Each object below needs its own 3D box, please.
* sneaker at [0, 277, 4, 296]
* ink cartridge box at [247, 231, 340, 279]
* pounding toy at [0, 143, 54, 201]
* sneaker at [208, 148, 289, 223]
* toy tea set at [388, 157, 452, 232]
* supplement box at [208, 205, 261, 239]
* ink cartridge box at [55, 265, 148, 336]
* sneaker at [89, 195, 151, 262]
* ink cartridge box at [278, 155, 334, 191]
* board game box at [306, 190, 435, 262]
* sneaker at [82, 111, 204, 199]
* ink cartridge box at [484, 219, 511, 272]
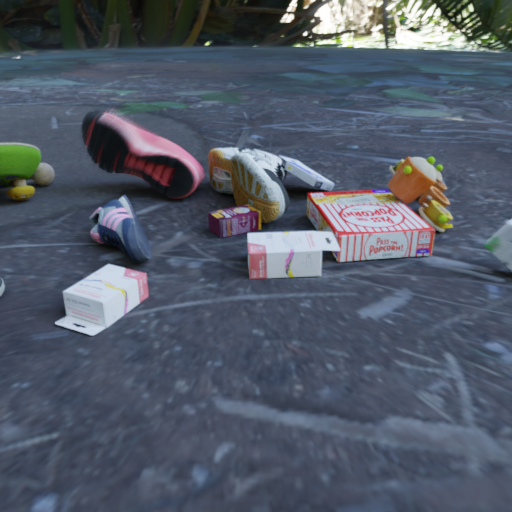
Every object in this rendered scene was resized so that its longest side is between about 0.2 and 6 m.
[{"bbox_3d":[-4.395,0.355,7.166,0.817,1.160,2.185,23,34,40],"label":"sneaker"},{"bbox_3d":[0.566,-0.027,8.797,1.390,0.469,0.809,-2,25,-1],"label":"ink cartridge box"},{"bbox_3d":[-5.205,-1.487,11.612,1.762,1.059,2.282,-14,-3,-4],"label":"pounding toy"},{"bbox_3d":[0.110,-1.642,11.382,1.394,1.203,3.181,-9,28,-20],"label":"sneaker"},{"bbox_3d":[3.311,-1.462,10.748,1.436,0.894,2.414,39,26,-5],"label":"toy tea set"},{"bbox_3d":[-0.391,-0.635,10.203,0.854,0.366,0.471,-14,29,-28],"label":"supplement box"},{"bbox_3d":[-2.097,0.573,7.602,0.694,0.402,1.191,11,27,22],"label":"ink cartridge box"},{"bbox_3d":[-2.319,-0.337,9.418,0.841,0.719,2.050,-25,29,-9],"label":"sneaker"},{"bbox_3d":[1.046,-1.764,12.010,1.052,0.247,1.040,33,17,23],"label":"ink cartridge box"},{"bbox_3d":[1.934,-0.591,9.949,1.624,0.496,2.143,-4,26,-9],"label":"board game box"},{"bbox_3d":[-2.416,-2.172,12.114,2.897,1.068,1.257,31,23,6],"label":"sneaker"},{"bbox_3d":[3.936,-0.108,8.483,0.726,0.530,0.305,46,35,10],"label":"ink cartridge box"}]
